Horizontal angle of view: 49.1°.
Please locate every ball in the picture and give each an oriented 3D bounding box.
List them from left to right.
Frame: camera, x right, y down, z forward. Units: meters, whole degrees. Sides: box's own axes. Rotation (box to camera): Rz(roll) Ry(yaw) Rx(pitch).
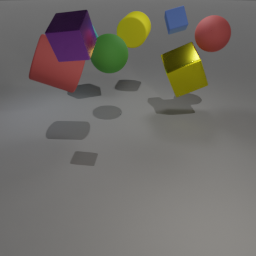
[{"bbox_3d":[-0.687,-2.697,10.184,1.400,1.400,1.400,0,28,0],"label":"ball"},{"bbox_3d":[3.389,-3.764,11.228,1.400,1.400,1.400,0,28,0],"label":"ball"}]

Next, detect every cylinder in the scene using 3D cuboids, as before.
[{"bbox_3d":[-2.152,-1.955,8.596,1.400,1.400,1.400,17,24,-18],"label":"cylinder"},{"bbox_3d":[0.295,-4.634,13.156,1.400,1.400,1.400,6,32,11],"label":"cylinder"}]

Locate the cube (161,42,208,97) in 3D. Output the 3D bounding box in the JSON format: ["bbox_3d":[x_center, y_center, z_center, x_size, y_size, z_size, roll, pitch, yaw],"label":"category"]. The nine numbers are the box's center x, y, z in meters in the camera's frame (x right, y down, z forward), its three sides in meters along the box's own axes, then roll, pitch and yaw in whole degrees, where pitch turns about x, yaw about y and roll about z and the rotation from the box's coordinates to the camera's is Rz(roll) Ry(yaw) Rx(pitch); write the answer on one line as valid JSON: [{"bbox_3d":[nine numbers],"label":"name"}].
[{"bbox_3d":[2.323,-2.400,11.592,1.400,1.400,1.400,-20,44,14],"label":"cube"}]

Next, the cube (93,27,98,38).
[{"bbox_3d":[-2.128,-4.108,12.503,1.400,1.400,1.400,-27,24,2],"label":"cube"}]

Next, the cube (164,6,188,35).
[{"bbox_3d":[1.772,-3.971,10.352,0.700,0.700,0.700,-14,2,6],"label":"cube"}]

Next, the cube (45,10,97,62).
[{"bbox_3d":[-1.107,-1.826,5.589,0.700,0.700,0.700,0,52,14],"label":"cube"}]
